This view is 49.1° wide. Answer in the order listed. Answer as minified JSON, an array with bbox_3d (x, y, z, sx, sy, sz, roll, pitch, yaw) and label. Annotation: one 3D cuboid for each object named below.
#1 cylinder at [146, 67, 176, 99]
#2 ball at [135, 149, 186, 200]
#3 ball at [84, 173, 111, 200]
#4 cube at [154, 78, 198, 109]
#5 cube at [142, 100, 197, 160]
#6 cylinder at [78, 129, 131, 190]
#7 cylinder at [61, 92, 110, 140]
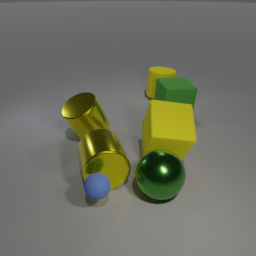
[{"bbox_3d":[1.709,-2.342,14.574,1.400,1.400,1.400,4,26,-2],"label":"cylinder"},{"bbox_3d":[0.904,1.300,7.849,1.400,1.400,1.400,0,28,0],"label":"ball"},{"bbox_3d":[-0.810,1.534,7.383,0.700,0.700,0.700,0,28,0],"label":"ball"},{"bbox_3d":[2.078,-1.366,12.567,1.400,1.400,1.400,-3,31,-13],"label":"cube"},{"bbox_3d":[1.283,0.094,9.215,1.400,1.400,1.400,6,57,-7],"label":"cube"},{"bbox_3d":[-0.761,0.943,8.546,1.400,1.400,1.400,-7,29,-13],"label":"cylinder"},{"bbox_3d":[-1.576,-0.388,10.596,1.400,1.400,1.400,-13,45,14],"label":"cylinder"}]
